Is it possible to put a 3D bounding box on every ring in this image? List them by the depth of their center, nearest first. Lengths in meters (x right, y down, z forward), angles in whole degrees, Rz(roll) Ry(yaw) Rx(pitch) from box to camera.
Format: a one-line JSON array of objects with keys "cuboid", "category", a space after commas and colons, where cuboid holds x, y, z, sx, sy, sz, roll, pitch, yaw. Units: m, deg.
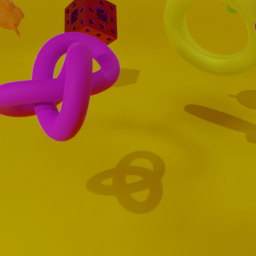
[{"cuboid": [1.609, -1.822, 5.196, 2.100, 2.100, 0.420, 24, 63, 30], "category": "ring"}]

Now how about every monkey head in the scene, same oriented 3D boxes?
[{"cuboid": [-3.017, -2.807, 6.868, 1.134, 0.684, 0.816, 39, 5, -6], "category": "monkey head"}]

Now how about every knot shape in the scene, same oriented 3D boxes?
[{"cuboid": [-0.750, -0.607, 3.364, 1.628, 0.752, 1.523, 1, 45, 41], "category": "knot shape"}]

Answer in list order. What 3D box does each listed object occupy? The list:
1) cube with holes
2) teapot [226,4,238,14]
[{"cuboid": [-1.057, -2.954, 7.922, 1.069, 1.069, 1.069, 9, -17, -42], "category": "cube with holes"}, {"cuboid": [2.947, -2.615, 5.675, 1.841, 0.901, 1.144, 2, 61, 28], "category": "teapot"}]
